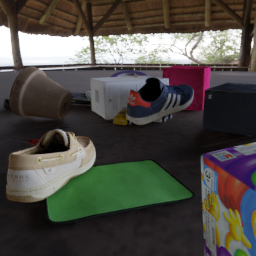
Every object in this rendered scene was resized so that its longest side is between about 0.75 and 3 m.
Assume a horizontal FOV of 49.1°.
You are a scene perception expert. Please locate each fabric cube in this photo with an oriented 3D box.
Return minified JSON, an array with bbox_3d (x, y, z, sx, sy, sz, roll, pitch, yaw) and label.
[{"bbox_3d":[2.589,-1.809,12.420,1.814,1.780,1.808,7,17,23],"label":"fabric cube"}]

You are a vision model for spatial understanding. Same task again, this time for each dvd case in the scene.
[{"bbox_3d":[-2.425,-1.480,14.026,2.635,0.326,1.980,8,16,25],"label":"dvd case"}]

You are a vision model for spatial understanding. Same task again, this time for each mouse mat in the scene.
[{"bbox_3d":[-0.270,0.982,4.869,2.330,0.088,1.875,-4,14,-18],"label":"mouse mat"}]

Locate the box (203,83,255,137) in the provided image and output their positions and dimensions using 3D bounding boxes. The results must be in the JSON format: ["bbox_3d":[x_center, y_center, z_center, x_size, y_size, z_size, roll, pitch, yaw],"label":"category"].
[{"bbox_3d":[3.659,-0.681,8.902,1.780,1.284,2.398,10,17,34],"label":"box"}]

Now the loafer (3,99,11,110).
[{"bbox_3d":[-4.941,-1.009,11.932,1.248,0.438,0.424,12,19,40],"label":"loafer"}]

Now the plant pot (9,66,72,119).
[{"bbox_3d":[-2.973,-1.076,10.010,1.641,1.882,1.882,19,18,8],"label":"plant pot"}]

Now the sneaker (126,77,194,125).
[{"bbox_3d":[1.179,-1.158,9.232,2.930,1.238,1.098,-28,40,-35],"label":"sneaker"}]

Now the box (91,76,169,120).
[{"bbox_3d":[0.026,-1.277,11.031,2.582,1.373,1.966,-6,15,-20],"label":"box"}]

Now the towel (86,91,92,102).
[{"bbox_3d":[-0.627,-1.365,12.779,2.327,0.357,1.736,2,19,-21],"label":"towel"}]

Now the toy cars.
[{"bbox_3d":[0.573,-0.500,9.753,2.373,0.525,1.064,-5,16,-18],"label":"toy cars"}]

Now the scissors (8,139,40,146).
[{"bbox_3d":[-2.280,0.309,6.626,1.228,0.086,0.449,8,25,29],"label":"scissors"}]

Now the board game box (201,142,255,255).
[{"bbox_3d":[1.682,1.057,1.780,1.317,1.340,2.556,-10,16,-13],"label":"board game box"}]

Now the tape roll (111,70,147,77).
[{"bbox_3d":[0.069,-2.239,14.689,2.030,0.862,2.030,-1,35,1],"label":"tape roll"}]

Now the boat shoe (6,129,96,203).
[{"bbox_3d":[-1.250,0.448,5.124,0.909,0.853,2.466,2,14,13],"label":"boat shoe"}]
